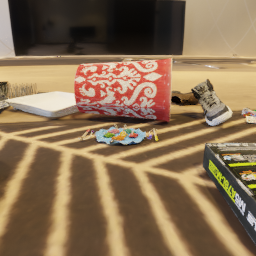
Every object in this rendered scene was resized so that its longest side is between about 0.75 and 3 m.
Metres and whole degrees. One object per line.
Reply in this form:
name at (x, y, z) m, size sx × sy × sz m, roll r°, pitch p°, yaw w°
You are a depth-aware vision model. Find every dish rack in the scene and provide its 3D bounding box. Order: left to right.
dish rack at (-4.447, -1.509, 11.571) m, size 2.341 × 0.639 × 1.796 m, roll 0°, pitch 18°, yaw -1°

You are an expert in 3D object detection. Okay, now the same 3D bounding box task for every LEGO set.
LEGO set at (4.091, -0.342, 8.635) m, size 0.974 × 0.320 × 1.304 m, roll 5°, pitch 29°, yaw 13°

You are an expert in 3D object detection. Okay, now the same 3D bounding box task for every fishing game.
fishing game at (-0.204, 0.117, 6.959) m, size 1.888 × 0.294 × 1.352 m, roll 1°, pitch 15°, yaw 6°

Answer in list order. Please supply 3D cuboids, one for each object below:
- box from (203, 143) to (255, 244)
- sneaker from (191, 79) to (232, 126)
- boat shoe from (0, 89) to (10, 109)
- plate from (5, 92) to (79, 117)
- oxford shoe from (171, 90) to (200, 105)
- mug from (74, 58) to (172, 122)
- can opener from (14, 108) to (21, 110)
box at (2.668, 0.846, 4.130) m, size 2.502 × 0.594 × 2.416 m, roll 0°, pitch 19°, yaw -3°
sneaker at (2.344, -0.791, 8.138) m, size 0.716 × 1.080 × 1.897 m, roll -32°, pitch 13°, yaw 14°
boat shoe at (-4.636, -1.088, 9.571) m, size 0.868 × 0.822 × 2.482 m, roll -5°, pitch 11°, yaw -9°
plate at (-2.529, -0.842, 9.768) m, size 2.407 × 0.390 × 2.413 m, roll 11°, pitch 20°, yaw 31°
oxford shoe at (2.179, -1.027, 10.419) m, size 1.430 × 0.520 × 0.604 m, roll 4°, pitch 34°, yaw 19°
mug at (-0.057, -0.953, 8.548) m, size 2.716 × 2.411 × 1.812 m, roll 2°, pitch 51°, yaw 7°
can opener at (-3.708, -0.773, 10.004) m, size 0.266 × 0.211 × 0.800 m, roll 42°, pitch 34°, yaw 13°
